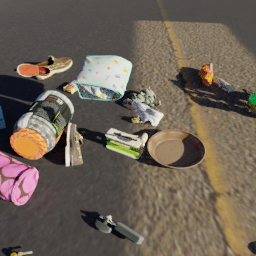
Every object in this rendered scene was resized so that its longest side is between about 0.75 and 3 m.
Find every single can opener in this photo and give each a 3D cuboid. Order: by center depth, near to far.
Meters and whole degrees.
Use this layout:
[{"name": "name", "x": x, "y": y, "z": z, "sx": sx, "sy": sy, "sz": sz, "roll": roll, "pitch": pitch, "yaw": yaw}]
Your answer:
[{"name": "can opener", "x": -0.251, "y": 2.894, "z": 7.917, "sx": 1.440, "sy": 0.379, "sz": 0.479, "roll": 19, "pitch": 77, "yaw": 25}]

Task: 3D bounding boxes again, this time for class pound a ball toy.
[{"name": "pound a ball toy", "x": 0.006, "y": 0.409, "z": 10.432, "sx": 1.650, "sy": 1.076, "sz": 0.701, "roll": 17, "pitch": 41, "yaw": 22}]

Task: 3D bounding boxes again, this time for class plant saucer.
[{"name": "plant saucer", "x": 1.780, "y": 0.847, "z": 10.433, "sx": 2.134, "sy": 0.390, "sz": 2.134, "roll": 0, "pitch": 37, "yaw": 0}]

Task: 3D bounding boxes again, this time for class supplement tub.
[{"name": "supplement tub", "x": -3.242, "y": -0.144, "z": 10.712, "sx": 1.611, "sy": 1.611, "sz": 2.631, "roll": 7, "pitch": 38, "yaw": 9}]

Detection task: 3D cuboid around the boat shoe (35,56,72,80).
[{"name": "boat shoe", "x": -4.113, "y": -3.570, "z": 15.626, "sx": 0.930, "sy": 0.932, "sz": 2.519, "roll": 22, "pitch": 43, "yaw": 26}]

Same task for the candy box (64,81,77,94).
[{"name": "candy box", "x": -2.812, "y": -2.094, "z": 14.304, "sx": 0.510, "sy": 0.247, "sz": 0.874, "roll": 20, "pitch": 44, "yaw": 22}]

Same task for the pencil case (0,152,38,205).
[{"name": "pencil case", "x": -4.220, "y": 1.386, "z": 9.087, "sx": 2.871, "sy": 1.303, "sz": 1.345, "roll": 20, "pitch": 36, "yaw": 21}]

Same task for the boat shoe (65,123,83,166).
[{"name": "boat shoe", "x": -2.007, "y": 0.584, "z": 10.523, "sx": 0.610, "sy": 0.737, "sz": 2.051, "roll": 1, "pitch": 40, "yaw": -10}]

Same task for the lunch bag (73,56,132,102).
[{"name": "lunch bag", "x": -0.872, "y": -1.927, "z": 10.896, "sx": 1.913, "sy": 1.166, "sz": 1.629, "roll": 7, "pitch": 59, "yaw": 17}]

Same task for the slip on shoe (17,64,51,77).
[{"name": "slip on shoe", "x": -3.297, "y": -2.033, "z": 9.871, "sx": 1.216, "sy": 0.450, "sz": 0.372, "roll": -3, "pitch": -2, "yaw": -41}]

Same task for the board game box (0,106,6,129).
[{"name": "board game box", "x": -5.910, "y": -0.380, "z": 12.054, "sx": 1.024, "sy": 0.318, "sz": 1.357, "roll": -17, "pitch": 41, "yaw": -20}]

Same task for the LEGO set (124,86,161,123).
[{"name": "LEGO set", "x": 0.752, "y": -1.198, "z": 12.752, "sx": 1.708, "sy": 0.745, "sz": 2.630, "roll": -8, "pitch": 39, "yaw": -11}]

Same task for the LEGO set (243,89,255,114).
[{"name": "LEGO set", "x": 6.712, "y": -1.168, "z": 12.460, "sx": 2.973, "sy": 1.722, "sz": 2.286, "roll": 9, "pitch": 68, "yaw": 17}]

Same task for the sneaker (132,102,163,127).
[{"name": "sneaker", "x": 0.440, "y": -0.367, "z": 7.633, "sx": 1.036, "sy": 0.515, "sz": 0.404, "roll": 32, "pitch": 13, "yaw": 39}]

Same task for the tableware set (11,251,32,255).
[{"name": "tableware set", "x": -2.869, "y": 3.723, "z": 6.945, "sx": 0.867, "sy": 0.197, "sz": 1.287, "roll": -5, "pitch": 39, "yaw": -2}]

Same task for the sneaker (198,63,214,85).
[{"name": "sneaker", "x": 4.157, "y": -2.807, "z": 15.026, "sx": 0.767, "sy": 0.726, "sz": 1.990, "roll": -9, "pitch": 29, "yaw": 26}]

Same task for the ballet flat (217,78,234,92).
[{"name": "ballet flat", "x": 4.897, "y": -2.185, "z": 14.336, "sx": 0.427, "sy": 0.427, "sz": 1.189, "roll": -19, "pitch": 42, "yaw": -23}]
